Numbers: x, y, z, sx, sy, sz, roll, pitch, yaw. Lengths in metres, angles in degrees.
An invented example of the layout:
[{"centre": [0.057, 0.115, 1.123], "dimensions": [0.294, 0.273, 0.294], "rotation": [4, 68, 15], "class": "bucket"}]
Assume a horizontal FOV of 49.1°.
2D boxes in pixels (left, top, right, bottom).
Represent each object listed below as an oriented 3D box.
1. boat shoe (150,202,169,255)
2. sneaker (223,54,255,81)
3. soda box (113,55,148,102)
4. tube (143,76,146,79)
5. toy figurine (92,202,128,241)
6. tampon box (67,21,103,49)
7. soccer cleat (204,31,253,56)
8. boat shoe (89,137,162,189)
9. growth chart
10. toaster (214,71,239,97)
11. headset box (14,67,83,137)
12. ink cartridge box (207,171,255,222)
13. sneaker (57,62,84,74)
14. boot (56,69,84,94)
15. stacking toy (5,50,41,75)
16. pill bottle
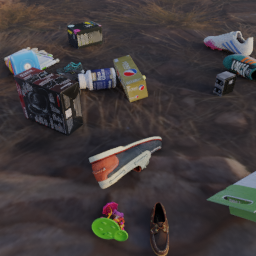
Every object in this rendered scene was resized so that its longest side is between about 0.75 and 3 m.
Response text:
[{"centre": [0.680, 2.189, 6.186], "dimensions": [0.410, 0.410, 1.165], "rotation": [0, 38, -3], "class": "boat shoe"}, {"centre": [5.168, -2.595, 12.127], "dimensions": [2.251, 0.803, 0.899], "rotation": [22, 38, 24], "class": "sneaker"}, {"centre": [0.067, -2.051, 11.319], "dimensions": [0.760, 0.804, 2.374], "rotation": [-18, 40, -3], "class": "soda box"}, {"centre": [0.531, -1.915, 11.752], "dimensions": [0.205, 0.230, 0.791], "rotation": [43, 47, -16], "class": "tube"}, {"centre": [-0.325, 2.044, 6.351], "dimensions": [0.828, 0.622, 0.762], "rotation": [25, 29, -3], "class": "toy figurine"}, {"centre": [-2.344, -5.088, 15.258], "dimensions": [1.556, 0.982, 1.166], "rotation": [-24, 43, -28], "class": "tampon box"}, {"centre": [5.151, -4.489, 14.326], "dimensions": [0.938, 1.159, 2.685], "rotation": [-29, 46, -33], "class": "soccer cleat"}, {"centre": [0.092, 0.821, 7.484], "dimensions": [2.594, 0.923, 0.812], "rotation": [-15, 81, -48], "class": "boat shoe"}, {"centre": [-4.648, -3.369, 13.622], "dimensions": [2.641, 0.234, 1.911], "rotation": [24, 43, 29], "class": "growth chart"}, {"centre": [3.836, -1.753, 11.033], "dimensions": [0.874, 0.791, 0.519], "rotation": [-23, 43, -27], "class": "toaster"}, {"centre": [-2.657, -0.915, 9.218], "dimensions": [2.240, 1.667, 0.865], "rotation": [21, 42, 26], "class": "headset box"}, {"centre": [3.050, 1.547, 6.200], "dimensions": [2.342, 0.694, 1.216], "rotation": [-18, 9, -29], "class": "ink cartridge box"}, {"centre": [-2.564, -2.676, 12.450], "dimensions": [1.196, 0.546, 0.464], "rotation": [-3, 37, -3], "class": "sneaker"}, {"centre": [-2.164, -1.971, 11.544], "dimensions": [1.607, 0.556, 1.399], "rotation": [34, 37, 20], "class": "boot"}, {"centre": [-4.882, -2.792, 12.384], "dimensions": [1.152, 1.218, 2.099], "rotation": [-28, 31, -36], "class": "stacking toy"}, {"centre": [-1.249, -1.950, 11.287], "dimensions": [1.439, 0.799, 0.799], "rotation": [-9, 38, -10], "class": "pill bottle"}]
